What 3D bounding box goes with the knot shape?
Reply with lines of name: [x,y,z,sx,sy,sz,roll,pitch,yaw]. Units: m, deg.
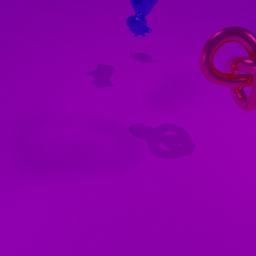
knot shape: [2.662,-1.208,5.980,1.886,2.016,0.931,12,61,52]

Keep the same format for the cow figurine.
cow figurine: [0.470,-3.558,8.384,0.798,1.431,1.454,16,48,29]
